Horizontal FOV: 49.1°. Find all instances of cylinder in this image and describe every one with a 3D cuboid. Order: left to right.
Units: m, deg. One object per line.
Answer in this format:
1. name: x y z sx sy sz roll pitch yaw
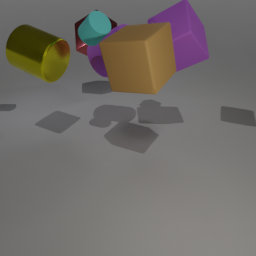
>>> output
1. cylinder: -2.762 -2.306 8.712 1.400 1.400 1.400 25 36 15
2. cylinder: -0.937 -2.767 7.823 0.700 0.700 0.700 -26 1 -38
3. cylinder: -0.421 -2.599 9.545 1.400 1.400 1.400 -13 18 36

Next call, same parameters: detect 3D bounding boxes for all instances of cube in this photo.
1. cube: -1.382 -4.085 12.508 1.400 1.400 1.400 -16 -17 35
2. cube: 0.316 -1.863 7.467 1.400 1.400 1.400 8 39 32
3. cube: 1.586 -2.842 8.902 1.400 1.400 1.400 -18 58 32
